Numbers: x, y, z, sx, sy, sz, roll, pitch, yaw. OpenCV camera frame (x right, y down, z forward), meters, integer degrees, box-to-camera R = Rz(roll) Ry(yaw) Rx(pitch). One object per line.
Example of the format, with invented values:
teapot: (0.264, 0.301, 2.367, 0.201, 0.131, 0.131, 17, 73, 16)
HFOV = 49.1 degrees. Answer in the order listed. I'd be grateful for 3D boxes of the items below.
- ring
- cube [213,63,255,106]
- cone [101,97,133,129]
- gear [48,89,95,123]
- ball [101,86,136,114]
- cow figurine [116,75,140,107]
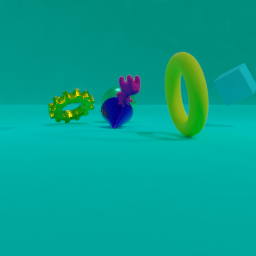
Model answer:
ring: (1.158, -0.674, 5.773, 0.347, 1.733, 1.733, -10, 7, -8)
cube: (3.180, -1.287, 8.278, 0.833, 0.833, 0.833, -28, 6, 37)
cone: (-0.356, -0.239, 7.967, 0.974, 0.974, 0.977, 0, 32, 3)
gear: (-1.861, -0.698, 9.258, 1.508, 0.279, 1.508, -19, -24, -9)
ball: (-0.342, -0.869, 10.226, 1.304, 1.304, 1.304, 0, 5, 0)
cow figurine: (0.017, -0.973, 7.562, 0.490, 0.878, 0.892, -16, 20, -31)
